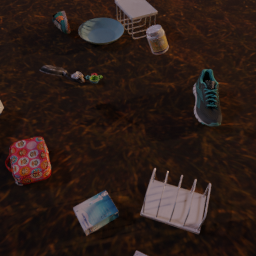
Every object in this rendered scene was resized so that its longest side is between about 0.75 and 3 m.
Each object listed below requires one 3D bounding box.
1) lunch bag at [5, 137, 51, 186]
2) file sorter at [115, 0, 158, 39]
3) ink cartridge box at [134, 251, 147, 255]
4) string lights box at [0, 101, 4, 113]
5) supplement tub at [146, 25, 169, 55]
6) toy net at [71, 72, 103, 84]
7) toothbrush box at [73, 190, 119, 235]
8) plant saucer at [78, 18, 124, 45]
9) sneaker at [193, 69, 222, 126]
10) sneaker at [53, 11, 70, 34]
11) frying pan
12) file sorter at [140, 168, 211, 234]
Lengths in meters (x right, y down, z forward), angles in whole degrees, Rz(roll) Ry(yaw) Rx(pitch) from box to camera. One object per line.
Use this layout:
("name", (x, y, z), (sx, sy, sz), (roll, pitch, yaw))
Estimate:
("lunch bag", (-3.588, 1.163, 9.983), (1.473, 0.685, 1.672), (-14, 52, -11))
("file sorter", (0.406, -6.184, 15.584), (1.511, 1.355, 2.177), (-20, 54, -16))
("ink cartridge box", (0.554, 4.135, 7.827), (1.142, 0.326, 0.928), (17, 52, 19))
("string lights box", (-6.221, -0.139, 10.962), (1.416, 0.812, 2.755), (7, 51, 6))
("supplement tub", (0.938, -2.827, 8.987), (0.575, 0.791, 0.575), (-14, 44, 14))
("toy net", (-1.978, -2.478, 13.237), (1.482, 0.286, 0.777), (16, 52, 13))
("toothbrush box", (-1.005, 2.669, 8.867), (1.179, 0.503, 0.863), (-26, 55, -20))
("plant saucer", (-1.452, -5.191, 15.341), (2.489, 0.479, 2.489), (0, 50, -1))
("sneaker", (3.311, -1.342, 11.656), (1.093, 1.285, 2.818), (-2, 51, -1))
("sneaker", (-3.786, -5.882, 15.811), (0.821, 0.734, 2.056), (-17, 49, -5))
("frying pan", (-2.641, -2.093, 10.675), (1.119, 0.301, 1.851), (-1, 21, -41))
("file sorter", (1.502, 2.213, 8.813), (1.904, 1.185, 1.321), (14, 52, 12))
